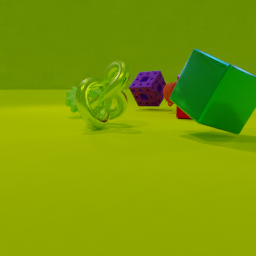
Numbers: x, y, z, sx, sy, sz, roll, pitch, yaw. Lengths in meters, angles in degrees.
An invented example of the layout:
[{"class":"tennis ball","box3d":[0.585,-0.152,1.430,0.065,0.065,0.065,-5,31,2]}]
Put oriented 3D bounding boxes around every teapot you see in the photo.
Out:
[{"class":"teapot","box3d":[1.863,-1.439,11.035,0.870,1.400,0.685,29,-18,-19]}]

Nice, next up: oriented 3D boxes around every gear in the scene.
[{"class":"gear","box3d":[-1.368,-0.971,9.746,1.559,0.288,1.559,8,39,-6]}]

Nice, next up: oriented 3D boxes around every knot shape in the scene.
[{"class":"knot shape","box3d":[-0.512,-0.882,7.064,0.873,1.768,1.889,29,5,14]}]

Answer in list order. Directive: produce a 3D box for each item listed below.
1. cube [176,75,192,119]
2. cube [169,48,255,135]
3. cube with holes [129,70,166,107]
[{"class":"cube","box3d":[2.399,-1.014,9.113,1.357,1.357,1.357,4,9,23]},{"class":"cube","box3d":[1.820,-0.748,5.759,1.194,1.194,1.194,13,23,-29]},{"class":"cube with holes","box3d":[0.937,-1.727,12.412,1.112,1.112,1.112,4,48,37]}]
